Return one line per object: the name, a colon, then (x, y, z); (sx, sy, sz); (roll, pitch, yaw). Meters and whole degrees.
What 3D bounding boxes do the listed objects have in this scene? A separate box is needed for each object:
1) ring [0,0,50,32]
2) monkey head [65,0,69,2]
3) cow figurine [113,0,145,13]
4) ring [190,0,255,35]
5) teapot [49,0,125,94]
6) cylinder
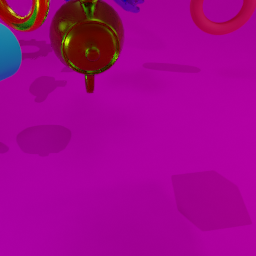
ring: (-1.596, -1.964, 3.977); (1.170, 1.170, 0.234); (21, 39, 20)
monkey head: (-0.951, -3.178, 6.313); (1.114, 0.933, 1.548); (11, 22, -12)
cow figurine: (-0.268, -3.502, 7.350); (1.139, 0.635, 1.157); (-18, 61, -44)
ring: (2.625, -3.436, 7.754); (1.793, 1.793, 0.359); (5, 45, 5)
teapot: (-0.645, -1.507, 4.674); (1.298, 2.087, 1.022); (-5, 41, -13)
cylinder: (-2.058, -0.988, 3.834); (0.840, 0.840, 0.840); (10, 28, 10)
